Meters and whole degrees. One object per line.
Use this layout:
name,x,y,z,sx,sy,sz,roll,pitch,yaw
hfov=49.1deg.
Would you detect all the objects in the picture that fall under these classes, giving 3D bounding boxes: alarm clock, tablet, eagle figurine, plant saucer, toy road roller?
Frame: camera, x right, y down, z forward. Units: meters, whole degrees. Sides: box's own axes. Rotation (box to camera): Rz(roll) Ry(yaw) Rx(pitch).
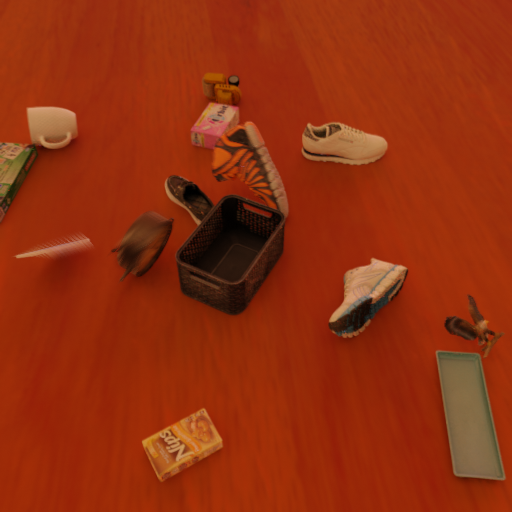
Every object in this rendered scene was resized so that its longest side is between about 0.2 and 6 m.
alarm clock,-2.110,-0.332,10.993,0.612,1.241,1.840,32,32,7
tablet,-3.941,-0.143,10.938,0.805,0.084,1.237,-10,8,26
eagle figurine,3.850,1.213,9.841,0.924,0.697,0.701,40,35,16
plant saucer,3.440,2.556,9.149,0.769,0.209,2.201,4,48,3
toy road roller,-0.939,-4.347,14.973,1.108,0.681,0.809,9,61,7

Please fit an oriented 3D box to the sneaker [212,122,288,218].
sneaker,-0.180,-1.669,12.174,1.243,2.218,0.860,-23,3,13

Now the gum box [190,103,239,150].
gum box,-1.010,-3.305,14.162,0.790,0.460,1.392,14,50,12

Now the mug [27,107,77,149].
mug,-4.942,-3.074,13.693,1.078,0.908,1.229,-8,54,-17

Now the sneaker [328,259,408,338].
sneaker,1.904,0.724,10.489,0.922,0.797,2.127,30,46,31

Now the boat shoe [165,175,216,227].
boat shoe,-1.447,-1.326,12.305,0.648,0.614,1.854,-25,53,-20

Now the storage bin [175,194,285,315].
storage bin,-0.458,-0.064,10.949,1.427,0.989,2.110,21,51,18

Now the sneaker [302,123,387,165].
sneaker,2.147,-2.743,13.429,2.076,0.836,0.793,-1,47,-3

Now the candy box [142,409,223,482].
candy box,-1.141,2.938,8.730,1.090,0.301,0.629,-24,54,-20

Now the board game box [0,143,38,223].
board game box,-6.256,-1.737,12.840,1.659,0.359,2.465,4,48,4
